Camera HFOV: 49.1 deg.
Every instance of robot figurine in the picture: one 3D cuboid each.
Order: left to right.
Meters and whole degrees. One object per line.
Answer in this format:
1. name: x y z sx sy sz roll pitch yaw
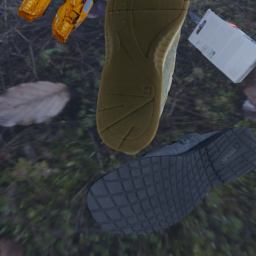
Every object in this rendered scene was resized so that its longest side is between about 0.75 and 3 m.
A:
1. robot figurine: -1.277 -3.020 5.896 1.582 0.635 2.182 29 84 -23

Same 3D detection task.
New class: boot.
1. boot: 0.227 -0.998 4.627 1.050 2.254 2.915 10 83 4
2. boot: 0.441 0.616 3.795 2.284 1.503 0.797 -15 91 -20

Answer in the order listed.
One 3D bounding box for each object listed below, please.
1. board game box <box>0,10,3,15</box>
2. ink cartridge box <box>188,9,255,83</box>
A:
1. board game box: -3.712 -3.259 6.538 0.421 1.228 1.486 -31 13 5
2. ink cartridge box: 1.739 -1.472 5.012 0.315 0.682 1.251 -15 58 -48
